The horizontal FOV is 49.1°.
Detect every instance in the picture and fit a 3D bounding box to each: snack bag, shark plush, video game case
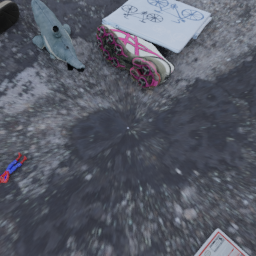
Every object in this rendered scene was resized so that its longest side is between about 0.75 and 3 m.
[{"bbox_3d":[1.033,-3.480,9.039,2.732,0.310,2.898,27,51,13],"label":"snack bag"},{"bbox_3d":[-2.170,-2.566,8.253,1.277,1.170,2.810,-18,61,-10],"label":"shark plush"},{"bbox_3d":[2.096,3.124,5.451,1.331,0.162,1.862,-40,66,-21],"label":"video game case"}]

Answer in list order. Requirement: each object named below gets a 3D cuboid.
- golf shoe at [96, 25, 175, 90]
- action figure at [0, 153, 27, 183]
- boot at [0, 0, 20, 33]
[{"bbox_3d":[0.159,-2.192,8.262,2.630,0.955,1.211,43,53,16],"label":"golf shoe"},{"bbox_3d":[-2.829,0.947,6.610,0.292,0.443,0.896,27,65,16],"label":"action figure"},{"bbox_3d":[-5.203,-3.592,8.954,2.083,1.012,2.767,32,61,17],"label":"boot"}]
